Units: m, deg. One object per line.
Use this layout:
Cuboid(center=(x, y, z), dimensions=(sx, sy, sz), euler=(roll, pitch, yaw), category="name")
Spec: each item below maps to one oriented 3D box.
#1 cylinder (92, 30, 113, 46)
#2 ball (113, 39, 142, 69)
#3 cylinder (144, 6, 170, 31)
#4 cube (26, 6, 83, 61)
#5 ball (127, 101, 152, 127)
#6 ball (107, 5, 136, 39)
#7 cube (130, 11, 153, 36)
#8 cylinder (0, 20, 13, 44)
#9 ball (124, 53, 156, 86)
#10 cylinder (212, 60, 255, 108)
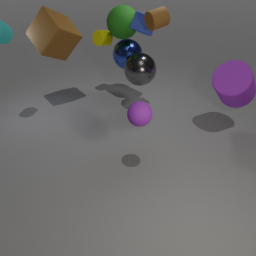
Cuboid(center=(-1.185, -4.212, 13.107), dimensions=(0.700, 0.700, 0.700), euler=(21, 27, 31), category="cylinder")
Cuboid(center=(-0.019, -3.451, 13.117), dimensions=(1.400, 1.400, 1.400), euler=(0, 31, 0), category="ball")
Cuboid(center=(1.062, -3.991, 10.237), dimensions=(0.700, 0.700, 0.700), euler=(-26, 38, -18), category="cylinder")
Cuboid(center=(-3.052, -3.872, 11.632), dimensions=(1.400, 1.400, 1.400), euler=(53, 26, 18), category="cube")
Cuboid(center=(0.323, -0.387, 7.724), dimensions=(0.700, 0.700, 0.700), euler=(0, 31, 0), category="ball")
Cuboid(center=(-0.226, -4.574, 12.137), dimensions=(1.400, 1.400, 1.400), euler=(0, 31, 0), category="ball")
Cuboid(center=(0.636, -4.252, 11.432), dimensions=(0.700, 0.700, 0.700), euler=(33, 19, 32), category="cube")
Cuboid(center=(-4.379, -3.268, 9.460), dimensions=(0.700, 0.700, 0.700), euler=(4, 1, 7), category="cylinder")
Cuboid(center=(0.528, -2.541, 12.142), dimensions=(1.400, 1.400, 1.400), euler=(0, 31, 0), category="ball")
Cuboid(center=(4.004, -1.620, 10.523), dimensions=(1.400, 1.400, 1.400), euler=(22, -3, 32), category="cylinder")
